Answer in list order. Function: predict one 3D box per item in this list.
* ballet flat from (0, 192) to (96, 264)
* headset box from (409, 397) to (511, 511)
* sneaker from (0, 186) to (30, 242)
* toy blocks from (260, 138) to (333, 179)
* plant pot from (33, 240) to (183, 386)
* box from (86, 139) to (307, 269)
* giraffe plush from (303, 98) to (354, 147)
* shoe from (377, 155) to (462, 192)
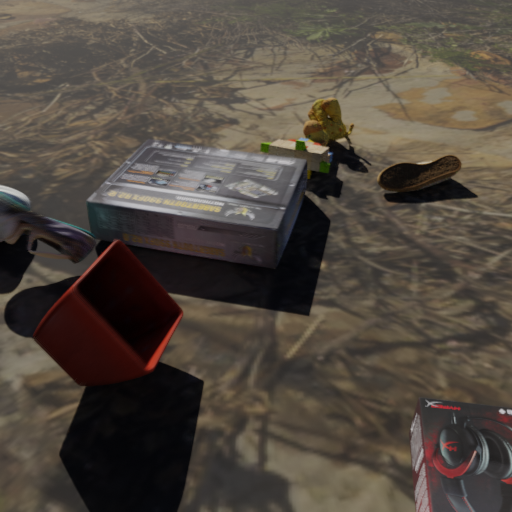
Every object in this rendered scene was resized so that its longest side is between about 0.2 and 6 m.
[{"bbox_3d":[-4.319,-0.507,10.699,2.407,0.866,0.866,25,38,-4],"label":"ballet flat"},{"bbox_3d":[2.851,2.964,6.806,1.703,0.859,2.291,5,37,7],"label":"headset box"},{"bbox_3d":[-6.147,-0.840,11.978,2.519,1.015,1.844,-5,27,1],"label":"sneaker"},{"bbox_3d":[1.187,-2.683,14.563,1.846,0.923,1.262,14,28,19],"label":"toy blocks"},{"bbox_3d":[-2.349,1.035,8.582,1.435,1.629,1.627,-33,16,24],"label":"plant pot"},{"bbox_3d":[-1.128,-1.298,12.424,4.065,0.983,3.220,9,37,11],"label":"box"},{"bbox_3d":[1.769,-3.406,15.362,1.241,1.321,1.531,-36,85,-25],"label":"giraffe plush"},{"bbox_3d":[3.970,-1.927,13.745,2.181,0.582,0.763,-13,70,-10],"label":"shoe"}]
